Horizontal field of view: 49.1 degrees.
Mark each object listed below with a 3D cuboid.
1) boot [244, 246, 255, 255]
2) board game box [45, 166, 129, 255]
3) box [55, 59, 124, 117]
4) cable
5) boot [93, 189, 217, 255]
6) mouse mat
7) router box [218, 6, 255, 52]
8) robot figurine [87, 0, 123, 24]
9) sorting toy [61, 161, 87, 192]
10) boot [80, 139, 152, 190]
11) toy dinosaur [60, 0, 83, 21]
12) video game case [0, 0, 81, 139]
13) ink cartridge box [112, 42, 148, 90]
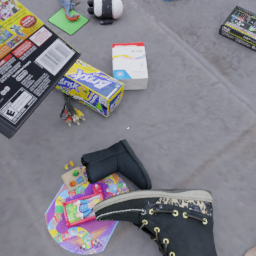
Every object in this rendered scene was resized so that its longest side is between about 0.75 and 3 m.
[{"bbox_3d":[3.371,2.951,6.685,1.055,0.772,0.371,-16,64,-8],"label":"boot"},{"bbox_3d":[-1.082,2.013,7.340,1.842,0.454,2.331,25,66,12],"label":"board game box"},{"bbox_3d":[-1.428,-1.435,8.788,2.564,0.824,0.898,30,55,14],"label":"box"},{"bbox_3d":[-1.882,-0.651,8.848,0.701,0.363,1.443,-20,52,-10],"label":"cable"},{"bbox_3d":[0.776,2.660,6.527,3.047,1.100,2.301,0,63,-13],"label":"boot"},{"bbox_3d":[-2.268,-4.108,10.661,1.304,0.049,1.050,35,69,17],"label":"mouse mat"},{"bbox_3d":[4.290,-3.611,10.151,1.575,0.489,1.181,33,68,16],"label":"router box"},{"bbox_3d":[-0.849,-4.481,10.437,1.297,0.975,0.809,0,46,1],"label":"robot figurine"},{"bbox_3d":[-1.567,1.318,7.840,0.581,0.104,0.779,-30,66,-14],"label":"sorting toy"},{"bbox_3d":[-0.362,1.208,7.580,1.458,0.663,1.736,-23,59,-17],"label":"boot"},{"bbox_3d":[-2.273,-4.763,10.792,0.874,1.665,1.511,3,87,-31],"label":"toy dinosaur"},{"bbox_3d":[-2.666,-1.598,5.730,2.652,0.374,2.935,39,45,-15],"label":"video game case"},{"bbox_3d":[0.031,-2.215,9.363,1.099,0.636,1.892,-3,63,-2],"label":"ink cartridge box"}]
